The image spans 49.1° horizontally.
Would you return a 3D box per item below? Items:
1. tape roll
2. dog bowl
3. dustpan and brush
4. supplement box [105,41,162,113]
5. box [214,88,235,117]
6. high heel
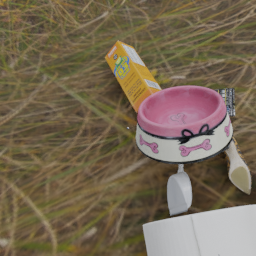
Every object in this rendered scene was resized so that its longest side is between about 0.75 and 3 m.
[{"bbox_3d":[1.425,2.288,5.000,2.143,2.143,1.472,-8,69,-5],"label":"tape roll"},{"bbox_3d":[1.207,-0.204,6.379,2.244,0.827,2.244,-9,32,6],"label":"dog bowl"},{"bbox_3d":[1.179,1.199,6.418,0.411,1.001,1.435,-2,68,-17],"label":"dustpan and brush"},{"bbox_3d":[0.185,-1.470,8.166,0.797,0.771,2.318,9,44,-46],"label":"supplement box"},{"bbox_3d":[2.623,-0.690,7.756,0.628,0.191,0.779,-3,90,37],"label":"box"},{"bbox_3d":[2.786,0.870,7.115,0.525,1.048,1.470,-27,89,27],"label":"high heel"}]
